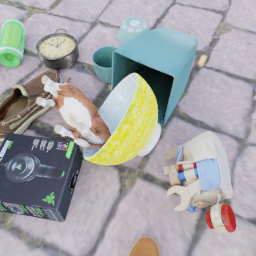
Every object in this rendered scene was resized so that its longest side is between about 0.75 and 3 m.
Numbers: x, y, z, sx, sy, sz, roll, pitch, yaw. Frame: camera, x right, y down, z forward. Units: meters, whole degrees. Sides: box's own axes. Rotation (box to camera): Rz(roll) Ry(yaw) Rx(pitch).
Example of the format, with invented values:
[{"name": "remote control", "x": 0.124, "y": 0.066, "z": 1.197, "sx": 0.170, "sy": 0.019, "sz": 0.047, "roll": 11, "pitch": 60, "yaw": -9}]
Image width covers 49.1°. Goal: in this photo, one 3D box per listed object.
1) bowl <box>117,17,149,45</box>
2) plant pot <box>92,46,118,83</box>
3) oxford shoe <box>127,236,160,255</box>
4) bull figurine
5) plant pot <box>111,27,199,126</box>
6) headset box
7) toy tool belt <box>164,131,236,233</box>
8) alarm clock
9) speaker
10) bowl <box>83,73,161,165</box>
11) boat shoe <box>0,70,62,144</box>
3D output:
[{"name": "bowl", "x": 0.237, "y": -3.820, "z": 10.935, "sx": 1.357, "sy": 0.710, "sz": 1.357, "roll": -1, "pitch": 55, "yaw": 1}, {"name": "plant pot", "x": -0.637, "y": -2.099, "z": 9.604, "sx": 1.116, "sy": 0.896, "sz": 1.116, "roll": 0, "pitch": 55, "yaw": 0}, {"name": "oxford shoe", "x": 0.192, "y": 3.420, "z": 5.749, "sx": 0.887, "sy": 0.887, "sz": 2.488, "roll": 12, "pitch": 54, "yaw": 10}, {"name": "bull figurine", "x": -1.585, "y": -0.557, "z": 7.822, "sx": 2.893, "sy": 1.756, "sz": 0.942, "roll": 45, "pitch": 105, "yaw": 19}, {"name": "plant pot", "x": 1.054, "y": -1.908, "z": 8.946, "sx": 1.953, "sy": 1.954, "sz": 2.765, "roll": 27, "pitch": 51, "yaw": 18}, {"name": "headset box", "x": -2.313, "y": 1.252, "z": 7.190, "sx": 2.125, "sy": 0.986, "sz": 1.850, "roll": 9, "pitch": 55, "yaw": 6}, {"name": "toy tool belt", "x": 1.683, "y": 1.393, "z": 6.993, "sx": 1.584, "sy": 1.610, "sz": 2.578, "roll": -21, "pitch": 45, "yaw": 30}, {"name": "alarm clock", "x": -2.539, "y": -2.943, "z": 10.306, "sx": 1.473, "sy": 0.727, "sz": 2.183, "roll": -2, "pitch": 57, "yaw": 0}, {"name": "speaker", "x": -4.302, "y": -3.179, "z": 10.405, "sx": 0.872, "sy": 0.872, "sz": 1.972, "roll": -6, "pitch": 55, "yaw": -4}, {"name": "bowl", "x": 0.042, "y": -0.010, "z": 7.525, "sx": 1.392, "sy": 2.586, "sz": 2.586, "roll": 31, "pitch": 54, "yaw": -18}, {"name": "boat shoe", "x": -3.066, "y": -0.896, "z": 8.622, "sx": 1.105, "sy": 1.107, "sz": 2.992, "roll": 20, "pitch": 57, "yaw": 14}]
